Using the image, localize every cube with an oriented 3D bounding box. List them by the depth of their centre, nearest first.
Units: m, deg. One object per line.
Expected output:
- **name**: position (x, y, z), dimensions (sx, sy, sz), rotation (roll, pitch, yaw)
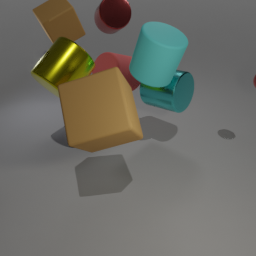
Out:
- **cube**: position (-0.578, -0.333, 6.428), dimensions (1.400, 1.400, 1.400), rotation (-16, -13, 10)
- **cube**: position (-2.874, -4.434, 11.751), dimensions (1.400, 1.400, 1.400), rotation (-33, 55, -5)

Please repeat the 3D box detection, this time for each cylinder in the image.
- **cylinder**: position (0.876, -2.179, 8.341), dimensions (1.400, 1.400, 1.400), rotation (11, 45, -11)
- **cylinder**: position (-1.934, -1.748, 8.446), dimensions (1.400, 1.400, 1.400), rotation (27, 77, 36)
- **cylinder**: position (1.358, -1.355, 9.753), dimensions (1.400, 1.400, 1.400), rotation (19, 36, 37)
- **cylinder**: position (-0.389, -2.080, 10.627), dimensions (1.400, 1.400, 1.400), rotation (24, 19, 33)
- **cylinder**: position (-0.700, -4.983, 12.394), dimensions (1.400, 1.400, 1.400), rotation (-9, 12, -15)

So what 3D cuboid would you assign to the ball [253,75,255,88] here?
- **ball**: position (4.279, -1.475, 8.719), dimensions (0.700, 0.700, 0.700), rotation (0, 32, 0)
